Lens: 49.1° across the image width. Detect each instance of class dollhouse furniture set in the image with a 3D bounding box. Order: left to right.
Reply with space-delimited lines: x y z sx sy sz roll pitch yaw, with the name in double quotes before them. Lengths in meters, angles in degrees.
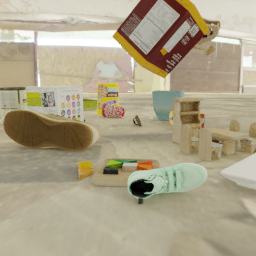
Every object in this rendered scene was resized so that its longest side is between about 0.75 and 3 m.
"dollhouse furniture set" 2.278 -0.105 7.880 1.981 1.403 2.157 -6 11 -29

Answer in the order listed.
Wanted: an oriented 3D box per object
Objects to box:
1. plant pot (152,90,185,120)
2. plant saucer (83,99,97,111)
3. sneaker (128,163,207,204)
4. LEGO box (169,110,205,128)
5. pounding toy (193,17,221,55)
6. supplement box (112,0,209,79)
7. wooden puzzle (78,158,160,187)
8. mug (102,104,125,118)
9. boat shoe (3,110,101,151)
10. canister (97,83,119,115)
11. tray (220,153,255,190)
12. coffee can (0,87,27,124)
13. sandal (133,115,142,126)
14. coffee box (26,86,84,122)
"plant pot" 2.010 -1.128 13.944 1.431 1.458 1.427 3 9 17
"plant saucer" -3.507 -1.579 19.149 2.749 0.659 2.753 -6 12 -33
"sneaker" 0.638 0.903 4.509 1.337 0.492 0.789 -9 3 8
"LEGO box" 2.514 -0.403 12.170 1.144 0.593 1.537 -1 9 -4
"pounding toy" 2.587 -3.356 9.697 0.969 1.694 0.972 -36 18 45
"supplement box" 1.050 -2.890 8.547 1.391 2.095 2.066 49 19 18
"wooden puzzle" 0.005 0.837 5.706 2.209 0.258 1.490 0 9 -2
"mug" -0.715 -0.910 15.008 1.088 0.726 0.966 7 13 22
"boat shoe" -2.250 0.101 8.213 2.919 1.040 0.942 12 6 15
"canister" -1.176 -1.703 16.355 1.342 1.808 0.782 -2 10 -8
"tray" 2.981 0.846 5.575 1.340 0.277 2.496 10 13 42
"coffee can" -5.293 -1.070 13.008 1.198 1.637 1.198 0 9 0
"sandal" 0.385 -0.274 12.306 0.304 0.455 1.115 -21 17 1
"coffee box" -3.094 -0.936 11.986 1.712 1.693 1.710 5 11 28
